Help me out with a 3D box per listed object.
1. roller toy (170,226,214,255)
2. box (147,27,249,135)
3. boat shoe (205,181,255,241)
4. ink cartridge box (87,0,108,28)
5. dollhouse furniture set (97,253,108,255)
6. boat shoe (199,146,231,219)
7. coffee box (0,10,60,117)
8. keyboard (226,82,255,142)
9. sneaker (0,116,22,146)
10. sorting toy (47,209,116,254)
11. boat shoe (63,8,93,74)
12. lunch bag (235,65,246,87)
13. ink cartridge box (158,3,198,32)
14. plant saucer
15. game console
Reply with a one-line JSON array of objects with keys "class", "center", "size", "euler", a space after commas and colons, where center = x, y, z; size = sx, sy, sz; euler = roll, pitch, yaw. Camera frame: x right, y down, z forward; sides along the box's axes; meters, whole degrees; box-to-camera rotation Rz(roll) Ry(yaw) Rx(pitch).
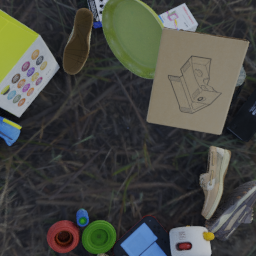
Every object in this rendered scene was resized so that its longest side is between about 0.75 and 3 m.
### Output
[{"class": "roller toy", "center": [2.274, 4.167, 10.299], "size": [1.418, 1.555, 1.086], "euler": [5, 62, -13]}, {"class": "box", "center": [1.954, -1.308, 8.325], "size": [2.389, 0.311, 2.923], "euler": [11, 118, 5]}, {"class": "boat shoe", "center": [4.255, 3.210, 10.875], "size": [2.786, 1.038, 1.021], "euler": [-43, 92, 1]}, {"class": "ink cartridge box", "center": [-1.307, -5.762, 12.785], "size": [1.047, 0.493, 2.228], "euler": [-14, 79, -4]}, {"class": "dollhouse furniture set", "center": [-1.144, 5.289, 10.401], "size": [0.591, 0.940, 1.063], "euler": [22, 79, 5]}, {"class": "boat shoe", "center": [3.257, 2.121, 11.062], "size": [0.916, 1.012, 2.839], "euler": [17, 72, 11]}, {"class": "coffee box", "center": [-4.990, -2.598, 10.956], "size": [2.880, 2.848, 2.876], "euler": [34, 81, 6]}, {"class": "keyboard", "center": [5.146, -0.997, 11.966], "size": [1.885, 0.306, 2.967], "euler": [40, 81, 1]}, {"class": "sneaker", "center": [-5.784, -0.150, 11.477], "size": [2.741, 0.903, 1.075], "euler": [24, 79, 4]}, {"class": "sorting toy", "center": [-1.774, 3.900, 10.770], "size": [2.536, 1.041, 1.524], "euler": [3, 94, -11]}, {"class": "boat shoe", "center": [-2.142, -3.696, 12.197], "size": [1.008, 0.907, 2.793], "euler": [13, 96, -11]}, {"class": "lunch bag", "center": [4.022, -2.448, 11.832], "size": [1.312, 1.090, 1.564], "euler": [-13, 76, 4]}, {"class": "ink cartridge box", "center": [2.043, -4.556, 12.438], "size": [1.679, 0.711, 1.213], "euler": [-27, 80, -6]}, {"class": "plant saucer", "center": [0.331, -3.049, 9.471], "size": [2.994, 2.994, 0.465], "euler": [43, 66, 8]}, {"class": "game console", "center": [0.660, 4.665, 10.841], "size": [2.108, 0.327, 1.864], "euler": [-40, 81, -7]}]
